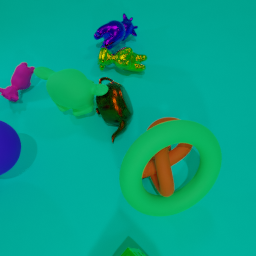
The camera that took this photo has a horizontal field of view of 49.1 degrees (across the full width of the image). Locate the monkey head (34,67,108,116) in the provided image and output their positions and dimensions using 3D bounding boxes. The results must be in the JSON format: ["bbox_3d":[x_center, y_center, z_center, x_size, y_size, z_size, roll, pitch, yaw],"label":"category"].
[{"bbox_3d":[-1.368,-1.099,7.286,1.971,1.188,1.418,18,52,9],"label":"monkey head"}]

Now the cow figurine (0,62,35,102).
[{"bbox_3d":[-3.129,-1.291,7.940,0.597,1.087,1.070,28,25,-7],"label":"cow figurine"}]

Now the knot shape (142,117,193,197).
[{"bbox_3d":[0.585,0.680,5.855,0.798,1.616,1.727,30,46,-12],"label":"knot shape"}]

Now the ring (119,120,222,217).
[{"bbox_3d":[0.832,0.806,5.283,2.059,2.059,0.412,-15,29,-12],"label":"ring"}]

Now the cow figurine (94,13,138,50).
[{"bbox_3d":[-0.318,-3.216,9.266,1.600,0.893,1.626,-33,12,-6],"label":"cow figurine"}]

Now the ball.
[{"bbox_3d":[-2.862,0.412,5.803,1.217,1.217,1.217,0,50,0],"label":"ball"}]

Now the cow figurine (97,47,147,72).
[{"bbox_3d":[-0.246,-2.105,8.710,1.356,0.744,1.334,10,-1,-40],"label":"cow figurine"}]

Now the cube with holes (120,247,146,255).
[{"bbox_3d":[0.110,2.583,4.561,0.820,0.820,0.820,39,81,28],"label":"cube with holes"}]

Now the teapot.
[{"bbox_3d":[-0.395,-0.531,7.283,0.902,1.145,1.841,-21,73,13],"label":"teapot"}]
